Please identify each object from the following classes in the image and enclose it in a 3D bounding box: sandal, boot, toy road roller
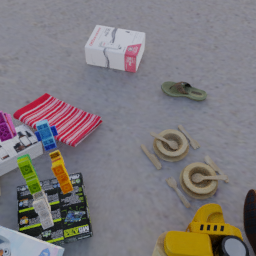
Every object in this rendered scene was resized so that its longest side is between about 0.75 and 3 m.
[{"bbox_3d":[2.394,-1.686,11.879,1.969,0.562,0.782,12,56,8],"label":"sandal"},{"bbox_3d":[4.318,3.198,8.297,1.315,1.014,2.713,5,64,-7],"label":"boot"},{"bbox_3d":[1.950,3.155,7.942,2.518,1.547,1.838,5,43,-3],"label":"toy road roller"}]

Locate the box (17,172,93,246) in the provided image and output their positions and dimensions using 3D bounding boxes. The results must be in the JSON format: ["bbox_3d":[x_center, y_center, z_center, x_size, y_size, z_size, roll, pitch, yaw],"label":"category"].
[{"bbox_3d":[-2.350,2.626,8.885,2.174,0.516,2.099,-12,58,-9],"label":"box"}]

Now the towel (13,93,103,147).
[{"bbox_3d":[-2.650,-0.396,10.731,2.810,0.316,2.032,24,38,15],"label":"towel"}]

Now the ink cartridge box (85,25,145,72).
[{"bbox_3d":[-0.580,-3.698,13.017,2.445,1.012,1.791,12,56,8],"label":"ink cartridge box"}]

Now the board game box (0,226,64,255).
[{"bbox_3d":[-3.621,4.222,7.345,2.969,0.647,2.983,14,68,11],"label":"board game box"}]

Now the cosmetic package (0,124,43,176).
[{"bbox_3d":[-4.530,0.978,9.609,2.876,0.728,1.187,-31,58,-32],"label":"cosmetic package"}]

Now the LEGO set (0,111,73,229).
[{"bbox_3d":[-2.105,0.754,6.876,1.142,2.994,1.229,-20,20,-12],"label":"LEGO set"}]

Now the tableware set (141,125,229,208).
[{"bbox_3d":[2.028,1.110,9.887,1.955,0.593,2.958,-27,59,-17],"label":"tableware set"}]
